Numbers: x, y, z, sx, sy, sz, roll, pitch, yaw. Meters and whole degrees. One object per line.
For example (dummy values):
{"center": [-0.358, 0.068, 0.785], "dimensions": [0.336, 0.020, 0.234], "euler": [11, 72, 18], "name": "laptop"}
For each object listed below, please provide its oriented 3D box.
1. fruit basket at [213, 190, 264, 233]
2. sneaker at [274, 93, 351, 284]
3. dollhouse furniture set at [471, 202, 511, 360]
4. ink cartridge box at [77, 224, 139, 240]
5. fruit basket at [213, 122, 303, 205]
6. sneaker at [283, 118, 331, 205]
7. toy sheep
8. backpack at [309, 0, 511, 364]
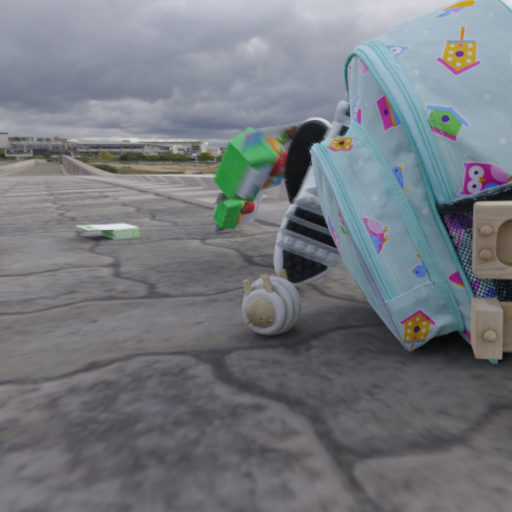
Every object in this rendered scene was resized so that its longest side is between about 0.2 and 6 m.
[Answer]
{"center": [-0.438, -1.225, 14.206], "dimensions": [1.326, 1.228, 0.621], "euler": [-24, 56, -40], "name": "fruit basket"}
{"center": [1.190, -0.994, 8.664], "dimensions": [1.161, 3.091, 1.253], "euler": [26, 2, -5], "name": "sneaker"}
{"center": [2.342, 0.543, 3.729], "dimensions": [1.619, 1.702, 1.387], "euler": [1, 11, 15], "name": "dollhouse furniture set"}
{"center": [-3.560, -0.579, 13.449], "dimensions": [1.238, 0.297, 0.901], "euler": [-8, 13, -35], "name": "ink cartridge box"}
{"center": [0.202, -1.810, 11.076], "dimensions": [1.960, 1.815, 0.919], "euler": [-14, 58, -39], "name": "fruit basket"}
{"center": [1.348, -1.520, 10.584], "dimensions": [1.154, 2.759, 1.666], "euler": [12, 40, 20], "name": "sneaker"}
{"center": [0.187, 0.547, 6.394], "dimensions": [0.732, 0.732, 1.062], "euler": [6, 9, 29], "name": "toy sheep"}
{"center": [2.044, -0.861, 6.264], "dimensions": [2.687, 3.505, 3.081], "euler": [-15, 11, 8], "name": "backpack"}
